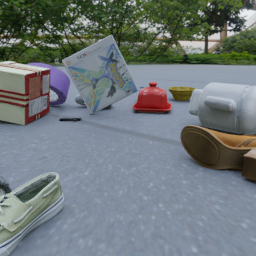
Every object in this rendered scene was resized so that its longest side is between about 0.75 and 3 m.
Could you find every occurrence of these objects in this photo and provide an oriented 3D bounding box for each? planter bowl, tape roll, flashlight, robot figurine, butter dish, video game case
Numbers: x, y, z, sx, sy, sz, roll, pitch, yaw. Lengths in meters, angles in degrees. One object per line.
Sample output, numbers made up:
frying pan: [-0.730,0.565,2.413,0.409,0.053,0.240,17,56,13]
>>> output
planter bowl: [2.949,-1.859,15.334,1.562,0.651,1.562,1,17,0]
tape roll: [-3.908,-1.992,13.099,2.260,0.960,2.260,7,-23,3]
flashlight: [-2.923,0.949,5.361,0.747,0.744,2.198,-4,15,-42]
robot figurine: [3.520,-0.672,9.467,2.841,1.604,2.409,14,7,42]
butter dish: [1.130,-1.464,12.793,1.752,1.298,1.756,2,17,10]
video game case: [-1.125,-2.187,11.743,2.316,2.540,0.280,-26,14,3]

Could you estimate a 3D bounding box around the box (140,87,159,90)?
box: [1.115,-1.692,14.567,1.042,0.752,1.404,1,16,2]

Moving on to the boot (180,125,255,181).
boot: [2.736,0.381,7.017,2.426,0.930,1.883,18,25,42]

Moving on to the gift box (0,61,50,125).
gift box: [-4.546,-1.433,11.286,2.290,2.263,2.452,11,15,8]

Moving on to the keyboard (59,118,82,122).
keyboard: [-2.271,-0.320,11.031,0.863,0.089,0.548,-2,10,-4]

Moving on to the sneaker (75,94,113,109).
sneaker: [-1.609,-1.263,13.117,1.883,0.732,1.317,-1,15,-1]

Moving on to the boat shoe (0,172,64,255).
boat shoe: [-1.827,1.326,4.248,0.785,0.677,2.182,7,18,24]
